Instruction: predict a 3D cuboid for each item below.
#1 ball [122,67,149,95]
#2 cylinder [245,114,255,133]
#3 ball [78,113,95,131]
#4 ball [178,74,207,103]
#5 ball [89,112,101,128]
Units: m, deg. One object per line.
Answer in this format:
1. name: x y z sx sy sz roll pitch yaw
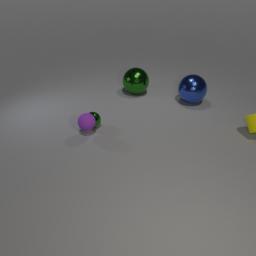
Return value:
1. ball: 0.409 -2.454 14.666 1.400 1.400 1.400 0 31 0
2. cylinder: 5.042 -0.217 10.957 0.700 0.700 0.700 -14 -3 -1
3. ball: -1.649 -0.248 11.148 0.700 0.700 0.700 0 31 0
4. ball: 3.145 -1.907 13.664 1.400 1.400 1.400 0 31 0
5. ball: -1.489 -0.342 11.837 0.700 0.700 0.700 0 31 0
